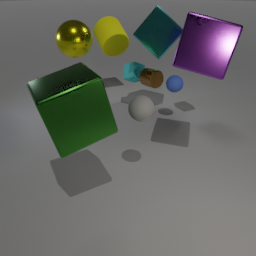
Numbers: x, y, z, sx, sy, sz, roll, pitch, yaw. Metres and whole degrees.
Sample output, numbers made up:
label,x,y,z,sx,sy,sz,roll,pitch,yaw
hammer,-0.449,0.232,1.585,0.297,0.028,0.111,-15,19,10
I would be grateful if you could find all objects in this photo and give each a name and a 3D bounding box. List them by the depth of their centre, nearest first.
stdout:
label,x,y,z,sx,sy,sz,roll,pitch,yaw
cube,-1.258,-0.463,6.328,1.400,1.400,1.400,-25,33,-14
ball,0.354,-0.528,7.549,0.700,0.700,0.700,0,28,0
cube,2.119,-2.290,7.739,1.400,1.400,1.400,17,22,5
ball,-2.050,-3.389,10.705,1.400,1.400,1.400,0,28,0
cylinder,0.921,-1.965,11.013,0.700,0.700,0.700,-18,28,-30
cube,1.221,-3.755,11.137,1.400,1.400,1.400,42,18,-6
ball,1.894,-1.794,11.366,0.700,0.700,0.700,0,28,0
cube,0.277,-2.486,12.529,0.700,0.700,0.700,9,-7,-39
cylinder,-0.827,-4.512,13.838,1.400,1.400,1.400,-12,58,-21
